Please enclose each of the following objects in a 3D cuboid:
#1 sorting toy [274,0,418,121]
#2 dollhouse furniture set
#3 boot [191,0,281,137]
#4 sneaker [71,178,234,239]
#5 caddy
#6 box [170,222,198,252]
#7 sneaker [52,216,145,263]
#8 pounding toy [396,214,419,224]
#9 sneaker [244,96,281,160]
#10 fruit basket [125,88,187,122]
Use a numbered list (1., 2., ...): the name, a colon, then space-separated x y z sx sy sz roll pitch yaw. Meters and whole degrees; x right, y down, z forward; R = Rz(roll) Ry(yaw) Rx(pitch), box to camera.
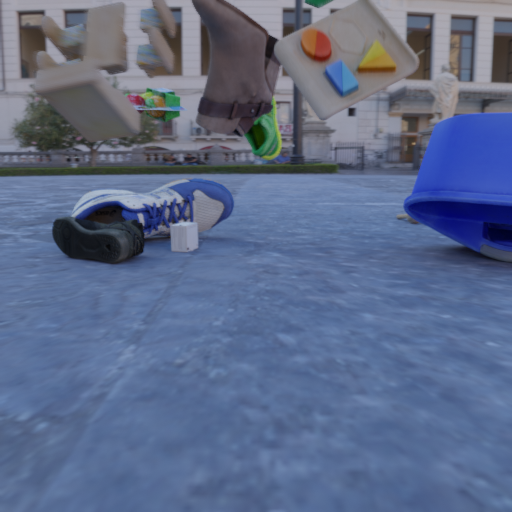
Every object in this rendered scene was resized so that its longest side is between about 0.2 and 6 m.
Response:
1. sorting toy: 0.988 -2.856 7.310 1.449 1.961 0.289 -30 -18 -1
2. dollhouse furniture set: -2.332 -2.931 8.138 1.895 2.063 1.343 -6 -20 13
3. boot: -0.516 -3.092 9.591 0.926 1.928 2.637 41 18 35
4. sneaker: -2.089 -0.756 11.373 3.318 1.249 1.462 -8 20 0
5. caddy: 4.462 -0.881 9.248 3.952 2.075 2.794 11 -8 41
6. box: -1.324 -0.350 10.373 0.328 0.502 0.499 3 11 18
7. sneaker: -2.660 -0.312 9.740 1.834 0.701 1.050 9 12 29
8. pounding toy: 4.735 -1.307 14.710 1.800 0.835 1.389 0 10 -1
9. sneaker: 0.017 -3.035 12.094 0.717 1.936 0.809 -18 -3 36
10. fruit basket: -2.462 -3.397 12.387 1.460 0.684 1.352 -4 23 -37
